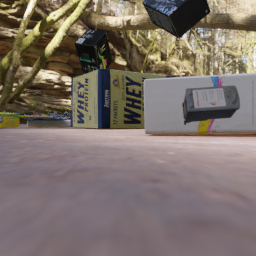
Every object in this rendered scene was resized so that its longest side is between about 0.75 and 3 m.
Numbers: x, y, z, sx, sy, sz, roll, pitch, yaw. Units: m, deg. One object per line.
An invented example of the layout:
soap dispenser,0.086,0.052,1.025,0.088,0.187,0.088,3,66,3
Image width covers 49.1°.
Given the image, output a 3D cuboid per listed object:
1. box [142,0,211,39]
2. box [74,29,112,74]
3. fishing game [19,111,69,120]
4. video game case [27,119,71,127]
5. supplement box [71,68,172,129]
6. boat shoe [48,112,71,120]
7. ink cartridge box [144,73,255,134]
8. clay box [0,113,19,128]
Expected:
box,1.439,-3.699,8.580,0.893,1.238,1.668,48,3,-44
box,-1.665,-3.714,13.906,1.122,1.340,1.805,14,-37,21
fishing game,-3.458,-0.518,11.537,1.789,0.388,2.498,2,1,6
video game case,-2.900,-0.222,12.763,2.835,0.326,2.583,0,1,-10
supplement box,-0.292,-0.800,8.837,2.390,1.606,2.392,-1,1,-31
boat shoe,-3.682,-0.569,17.041,2.423,0.859,0.873,-1,1,-42
ink cartridge box,1.261,-0.309,4.176,1.884,0.806,1.390,-2,1,13
clay box,-4.777,-0.253,9.221,2.138,0.509,1.228,0,0,-28
